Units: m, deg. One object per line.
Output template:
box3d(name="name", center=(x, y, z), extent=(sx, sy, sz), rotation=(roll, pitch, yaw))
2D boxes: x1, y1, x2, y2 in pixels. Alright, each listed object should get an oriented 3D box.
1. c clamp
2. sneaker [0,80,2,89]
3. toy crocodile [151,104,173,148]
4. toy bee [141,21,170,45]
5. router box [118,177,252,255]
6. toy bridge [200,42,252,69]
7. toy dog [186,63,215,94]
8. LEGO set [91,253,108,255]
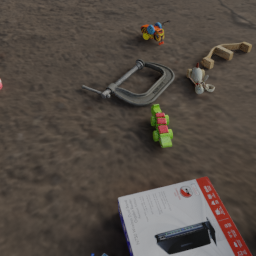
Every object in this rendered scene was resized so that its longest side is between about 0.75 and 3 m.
box3d(name="c clamp", center=(0.189, -1.648, 9.492), extent=(2.319, 0.368, 2.714), rotation=(31, 53, 27))
box3d(name="sneaker", center=(-4.721, -1.287, 9.063), extent=(1.280, 0.472, 0.555), rotation=(-26, 52, -24))
box3d(name="toy crocodile", center=(0.937, -0.060, 7.853), extent=(0.511, 0.467, 1.514), rotation=(-3, 46, -3))
box3d(name="toy bee", center=(1.109, -3.824, 11.459), extent=(1.039, 0.863, 1.588), rotation=(-18, 23, -8))
box3d(name="router box", center=(1.082, 2.259, 5.481), extent=(2.102, 0.572, 2.342), rotation=(-11, 46, -11))
box3d(name="toy bridge", center=(3.653, -2.883, 10.747), extent=(2.335, 0.318, 0.785), rotation=(-25, 48, -22))
box3d(name="toy dog", center=(2.374, -1.729, 9.412), extent=(0.806, 0.588, 1.222), rotation=(-15, 47, -14))
box3d(name="LEGO set", center=(-0.469, 2.778, 5.316), extent=(0.830, 0.204, 0.620), rotation=(32, 52, 13))
